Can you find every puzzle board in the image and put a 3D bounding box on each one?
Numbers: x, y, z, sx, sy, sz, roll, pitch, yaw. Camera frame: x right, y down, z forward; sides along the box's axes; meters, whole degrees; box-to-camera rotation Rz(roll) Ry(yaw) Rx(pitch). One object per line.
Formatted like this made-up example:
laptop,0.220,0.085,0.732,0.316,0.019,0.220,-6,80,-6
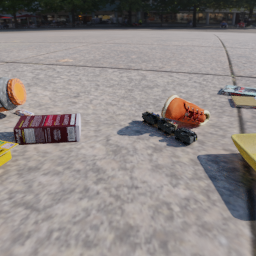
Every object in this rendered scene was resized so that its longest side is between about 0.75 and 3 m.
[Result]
puzzle board,5.505,-1.113,12.249,1.733,0.151,1.306,4,23,9

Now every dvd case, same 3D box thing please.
dvd case,5.585,-1.783,13.695,1.770,0.195,1.292,11,26,26

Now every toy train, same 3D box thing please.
toy train,1.345,-0.081,9.543,0.591,0.440,2.578,-12,27,-33

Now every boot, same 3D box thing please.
boot,2.053,-0.555,9.724,1.203,0.842,2.243,30,19,33

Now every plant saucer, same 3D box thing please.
plant saucer,4.328,0.966,6.892,2.757,0.668,2.757,-1,24,-5

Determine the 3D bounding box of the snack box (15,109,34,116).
snack box,-4.104,-0.589,11.093,0.870,0.106,0.313,18,30,35

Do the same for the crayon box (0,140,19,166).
crayon box,-4.214,0.775,7.416,2.252,0.581,1.416,8,25,20

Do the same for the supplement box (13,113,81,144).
supplement box,-2.555,0.009,9.115,1.986,0.605,1.081,-2,24,-6

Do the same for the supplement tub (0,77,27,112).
supplement tub,-5.063,-1.202,10.621,2.100,1.287,1.287,-9,23,8
